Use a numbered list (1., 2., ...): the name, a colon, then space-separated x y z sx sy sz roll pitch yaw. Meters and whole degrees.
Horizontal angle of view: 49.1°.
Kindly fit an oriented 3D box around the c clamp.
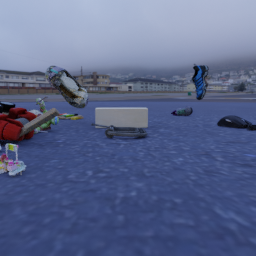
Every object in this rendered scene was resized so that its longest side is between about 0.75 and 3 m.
1. c clamp: -0.290 0.107 8.836 1.778 0.282 2.081 4 5 -7

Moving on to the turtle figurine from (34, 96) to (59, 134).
1. turtle figurine: -3.155 -0.399 9.131 1.571 1.166 1.621 -4 3 1

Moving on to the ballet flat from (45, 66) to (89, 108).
1. ballet flat: -2.321 -1.572 11.864 1.007 1.007 2.798 4 -23 30

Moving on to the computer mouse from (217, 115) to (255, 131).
1. computer mouse: 4.510 -0.254 10.818 1.377 0.451 1.961 -4 8 -23

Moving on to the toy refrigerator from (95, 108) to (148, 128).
1. toy refrigerator: -0.252 -0.406 10.832 1.978 0.751 0.692 -1 7 -3

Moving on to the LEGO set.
1. LEGO set: -2.166 0.492 4.580 1.165 0.434 0.536 2 7 18

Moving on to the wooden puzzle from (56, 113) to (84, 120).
1. wooden puzzle: -3.261 -0.639 14.968 2.092 0.245 1.411 3 7 29

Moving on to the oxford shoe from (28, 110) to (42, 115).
1. oxford shoe: -5.190 -0.815 15.768 1.428 0.412 0.537 8 7 37

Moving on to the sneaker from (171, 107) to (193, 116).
1. sneaker: 3.193 -0.916 16.627 0.633 0.539 1.447 -15 3 -28

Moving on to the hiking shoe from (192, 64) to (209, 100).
1. hiking shoe: 2.566 -1.677 10.297 0.557 1.285 0.478 3 6 -11

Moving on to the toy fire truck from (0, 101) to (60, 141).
1. toy fire truck: -2.822 -0.145 7.408 2.039 1.312 1.795 14 9 4
